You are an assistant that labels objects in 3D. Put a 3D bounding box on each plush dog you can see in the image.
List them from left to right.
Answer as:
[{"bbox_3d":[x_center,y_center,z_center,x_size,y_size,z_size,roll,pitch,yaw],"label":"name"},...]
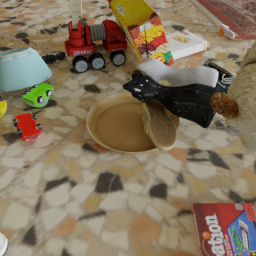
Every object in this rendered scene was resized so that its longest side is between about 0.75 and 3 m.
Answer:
[{"bbox_3d":[2.327,-0.793,4.764,1.710,2.131,1.831,23,69,-5],"label":"plush dog"}]

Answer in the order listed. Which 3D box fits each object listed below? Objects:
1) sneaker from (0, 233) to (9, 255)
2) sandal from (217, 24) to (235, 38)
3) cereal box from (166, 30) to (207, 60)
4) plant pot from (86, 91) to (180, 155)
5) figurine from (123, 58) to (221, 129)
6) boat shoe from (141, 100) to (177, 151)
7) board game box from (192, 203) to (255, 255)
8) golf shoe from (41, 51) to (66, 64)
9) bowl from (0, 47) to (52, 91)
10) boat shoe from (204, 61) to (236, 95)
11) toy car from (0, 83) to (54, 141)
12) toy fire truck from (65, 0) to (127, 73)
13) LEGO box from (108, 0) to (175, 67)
[{"bbox_3d":[-3.520,2.017,5.727,2.254,0.861,0.850,11,45,12],"label":"sneaker"},{"bbox_3d":[4.689,-4.581,13.265,0.305,0.407,1.063,-24,56,-25],"label":"sandal"},{"bbox_3d":[2.079,-3.577,12.070,2.139,0.423,1.539,-23,45,-20],"label":"cereal box"},{"bbox_3d":[0.133,-0.164,8.457,2.778,0.382,2.778,1,43,-1],"label":"plant pot"},{"bbox_3d":[1.372,-1.367,8.643,2.625,1.158,2.691,18,33,4],"label":"figurine"},{"bbox_3d":[0.831,-0.037,7.971,0.765,0.692,2.146,7,38,-13],"label":"boat shoe"},{"bbox_3d":[2.138,2.663,5.480,1.347,0.255,2.617,-1,43,1],"label":"board game box"},{"bbox_3d":[-3.090,-2.896,11.447,1.065,0.414,0.503,-19,37,-30],"label":"golf shoe"},{"bbox_3d":[-3.777,-2.126,9.671,2.038,1.066,2.038,-8,26,4],"label":"bowl"},{"bbox_3d":[3.489,-1.566,9.697,0.894,0.739,2.389,-20,46,-20],"label":"boat shoe"},{"bbox_3d":[-3.208,-0.627,8.770,2.561,0.571,2.410,23,44,15],"label":"toy car"},{"bbox_3d":[-1.327,-3.791,10.695,2.332,2.650,1.705,-13,45,-13],"label":"toy fire truck"},{"bbox_3d":[0.474,-3.736,10.760,1.110,2.142,2.876,-29,49,4],"label":"LEGO box"}]
